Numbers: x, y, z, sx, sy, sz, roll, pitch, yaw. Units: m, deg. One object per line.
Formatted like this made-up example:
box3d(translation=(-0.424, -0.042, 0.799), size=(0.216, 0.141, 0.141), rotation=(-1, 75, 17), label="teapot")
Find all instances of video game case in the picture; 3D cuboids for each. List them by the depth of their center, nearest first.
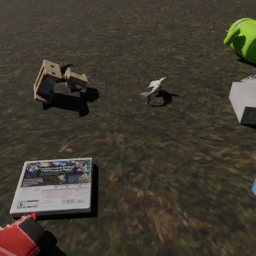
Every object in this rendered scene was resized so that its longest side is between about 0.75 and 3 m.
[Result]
box3d(translation=(-2.001, 1.573, 7.721), size=(2.000, 0.234, 1.819), rotation=(-3, 39, -3), label="video game case")

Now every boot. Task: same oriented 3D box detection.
box3d(translation=(-3.027, 2.393, 6.210), size=(2.375, 0.860, 1.714), rotation=(22, 42, 13), label="boot")

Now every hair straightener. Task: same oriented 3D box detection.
box3d(translation=(-3.033, -2.465, 12.678), size=(1.550, 0.317, 0.596), rotation=(-25, 64, -18), label="hair straightener")

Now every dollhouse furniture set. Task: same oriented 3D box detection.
box3d(translation=(-2.706, -1.678, 11.379), size=(1.797, 1.266, 1.259), rotation=(16, 30, -29), label="dollhouse furniture set")

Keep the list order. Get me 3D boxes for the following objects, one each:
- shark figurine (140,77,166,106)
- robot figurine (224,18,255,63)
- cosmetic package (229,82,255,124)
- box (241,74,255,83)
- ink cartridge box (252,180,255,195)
box3d(translation=(1.206, -1.505, 11.427), size=(0.960, 0.670, 1.607), rotation=(-22, 20, 28), label="shark figurine")
box3d(translation=(6.230, -4.437, 14.168), size=(2.621, 1.729, 2.988), rotation=(-8, 40, -13), label="robot figurine")
box3d(translation=(4.529, -0.973, 10.534), size=(0.981, 0.828, 1.836), rotation=(4, 35, 4), label="cosmetic package")
box3d(translation=(5.623, -1.805, 11.962), size=(1.013, 0.309, 1.278), rotation=(-22, 43, -26), label="box")
box3d(translation=(4.420, 1.848, 6.792), size=(1.569, 0.914, 2.171), rotation=(-12, 39, -14), label="ink cartridge box")
